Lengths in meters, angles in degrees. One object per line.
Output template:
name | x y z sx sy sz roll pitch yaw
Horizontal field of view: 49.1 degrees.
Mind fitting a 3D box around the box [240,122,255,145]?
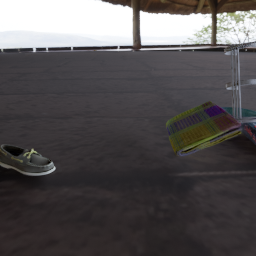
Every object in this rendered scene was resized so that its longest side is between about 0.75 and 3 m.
box | 3.366 0.140 6.309 1.181 0.326 1.730 1 18 2

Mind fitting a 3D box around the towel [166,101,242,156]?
towel | 1.496 -0.031 6.021 1.335 0.212 1.859 -25 19 8

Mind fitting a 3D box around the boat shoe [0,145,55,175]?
boat shoe | -1.835 0.554 5.005 1.197 0.358 0.428 8 20 24

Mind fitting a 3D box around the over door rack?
over door rack | 3.363 -1.069 5.951 0.876 1.942 2.629 1 -4 -37

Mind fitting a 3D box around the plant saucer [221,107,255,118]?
plant saucer | 2.976 -0.311 7.825 1.357 0.244 1.357 0 19 0
